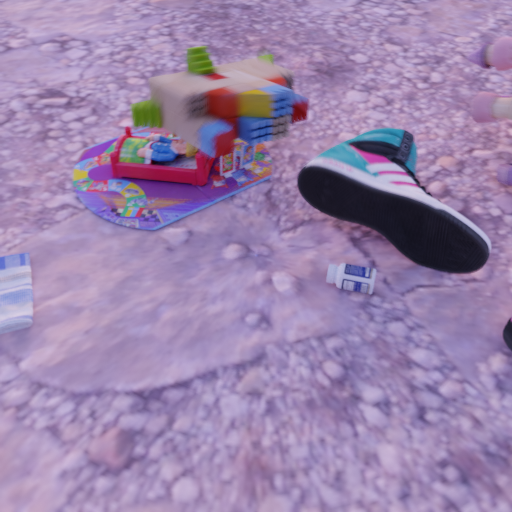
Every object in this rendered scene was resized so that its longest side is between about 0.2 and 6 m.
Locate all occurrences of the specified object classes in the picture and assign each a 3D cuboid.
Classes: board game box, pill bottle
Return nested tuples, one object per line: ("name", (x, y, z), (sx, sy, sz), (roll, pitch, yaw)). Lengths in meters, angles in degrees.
("board game box", (-1.609, -2.014, 10.534), (3.773, 0.735, 2.981), (-27, 51, -26))
("pill bottle", (1.421, 0.324, 8.395), (0.696, 0.387, 0.387), (11, 45, 10))

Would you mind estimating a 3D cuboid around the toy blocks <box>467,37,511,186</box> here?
("toy blocks", (4.958, -2.718, 10.600), (2.457, 2.629, 2.213), (-14, 19, -34))

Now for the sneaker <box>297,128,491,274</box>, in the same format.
("sneaker", (2.475, -1.060, 9.245), (3.181, 1.330, 1.921), (30, 51, 15))

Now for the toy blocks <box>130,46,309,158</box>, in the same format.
("toy blocks", (-0.294, -2.738, 10.119), (3.241, 1.620, 2.216), (-23, 41, -32))

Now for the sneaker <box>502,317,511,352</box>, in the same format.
("sneaker", (4.073, 1.360, 7.111), (0.784, 0.730, 1.817), (-14, 47, -16))

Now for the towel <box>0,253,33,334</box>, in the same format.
("towel", (-3.915, 0.572, 8.290), (1.150, 0.186, 1.565), (-12, 45, -13))
